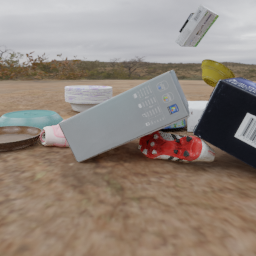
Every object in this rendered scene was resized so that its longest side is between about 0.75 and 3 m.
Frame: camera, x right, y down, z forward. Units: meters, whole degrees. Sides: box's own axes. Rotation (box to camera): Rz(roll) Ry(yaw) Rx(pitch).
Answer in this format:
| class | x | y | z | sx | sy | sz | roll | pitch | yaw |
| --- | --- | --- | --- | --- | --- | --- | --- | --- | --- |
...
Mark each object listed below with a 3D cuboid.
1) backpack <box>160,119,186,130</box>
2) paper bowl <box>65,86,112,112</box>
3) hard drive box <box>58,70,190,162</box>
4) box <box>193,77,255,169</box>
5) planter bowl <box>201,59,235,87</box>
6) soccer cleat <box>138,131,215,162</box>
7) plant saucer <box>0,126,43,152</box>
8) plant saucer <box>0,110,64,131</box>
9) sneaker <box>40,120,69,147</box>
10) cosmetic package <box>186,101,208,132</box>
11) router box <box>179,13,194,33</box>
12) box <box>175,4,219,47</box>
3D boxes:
| class | x | y | z | sx | sy | sz | roll | pitch | yaw |
| --- | --- | --- | --- | --- | --- | --- | --- | --- | --- |
| backpack | 1.165 | -0.657 | 9.969 | 1.669 | 1.340 | 1.824 | -6 | 17 | -11 |
| paper bowl | -1.936 | -1.461 | 13.903 | 2.347 | 1.220 | 2.347 | 0 | 12 | 0 |
| hard drive box | 0.045 | -0.370 | 6.923 | 2.727 | 1.047 | 2.126 | -24 | 6 | 15 |
| box | 2.861 | -0.110 | 5.948 | 2.131 | 1.313 | 2.114 | 31 | 24 | 22 |
| planter bowl | 3.560 | -2.118 | 11.563 | 1.538 | 0.641 | 1.538 | 33 | -4 | 3 |
| soccer cleat | 1.041 | 0.464 | 6.513 | 0.886 | 0.714 | 2.081 | 22 | -12 | -33 |
| plant saucer | -3.503 | 0.297 | 7.928 | 2.096 | 0.336 | 2.096 | 0 | 11 | 0 |
| plant saucer | -3.673 | -0.336 | 10.557 | 2.575 | 0.463 | 2.575 | 0 | 13 | 0 |
| sneaker | -2.085 | 0.115 | 8.091 | 0.832 | 0.599 | 1.591 | 2 | 15 | -14 |
| cosmetic package | 2.738 | -0.456 | 10.180 | 1.207 | 0.868 | 2.138 | 2 | 14 | 12 |
| router box | 2.590 | -4.363 | 11.694 | 0.231 | 0.884 | 0.695 | 45 | 40 | 11 |
| box | 2.456 | -3.501 | 9.808 | 0.348 | 1.381 | 1.913 | 43 | 29 | 13 |
